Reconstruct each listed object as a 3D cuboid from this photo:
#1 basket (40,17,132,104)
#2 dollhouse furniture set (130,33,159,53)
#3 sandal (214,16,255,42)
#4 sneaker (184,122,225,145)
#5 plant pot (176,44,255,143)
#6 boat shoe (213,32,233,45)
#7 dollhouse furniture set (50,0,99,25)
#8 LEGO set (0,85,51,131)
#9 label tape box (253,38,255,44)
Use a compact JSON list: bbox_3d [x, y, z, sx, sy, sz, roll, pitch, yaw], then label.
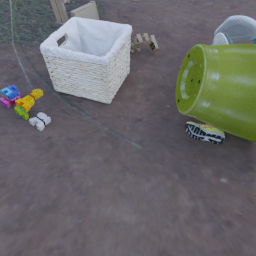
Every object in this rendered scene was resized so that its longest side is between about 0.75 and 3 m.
[{"bbox_3d":[-1.193,-2.172,8.834,2.166,1.742,2.147,15,47,13],"label":"basket"},{"bbox_3d":[0.613,-3.080,10.453,0.884,0.812,0.576,-17,83,-25],"label":"dollhouse furniture set"},{"bbox_3d":[3.704,-3.464,9.566,0.602,0.997,2.451,-51,14,1],"label":"sandal"},{"bbox_3d":[2.079,0.063,7.592,1.112,0.435,0.502,22,46,8],"label":"sneaker"},{"bbox_3d":[2.549,-0.947,6.684,2.441,2.535,2.535,9,44,-12],"label":"plant pot"},{"bbox_3d":[3.127,-2.121,8.453,0.569,1.842,0.671,-38,28,-11],"label":"boat shoe"},{"bbox_3d":[-2.190,-4.427,10.923,1.034,1.806,2.118,-38,47,-26],"label":"dollhouse furniture set"},{"bbox_3d":[-2.933,-0.805,8.201,1.939,0.740,0.796,31,53,25],"label":"LEGO set"},{"bbox_3d":[4.454,-1.918,8.865,0.561,1.278,1.772,-5,45,7],"label":"label tape box"}]
